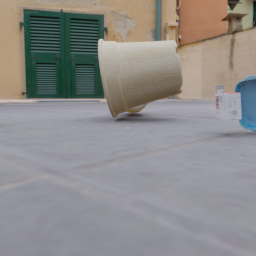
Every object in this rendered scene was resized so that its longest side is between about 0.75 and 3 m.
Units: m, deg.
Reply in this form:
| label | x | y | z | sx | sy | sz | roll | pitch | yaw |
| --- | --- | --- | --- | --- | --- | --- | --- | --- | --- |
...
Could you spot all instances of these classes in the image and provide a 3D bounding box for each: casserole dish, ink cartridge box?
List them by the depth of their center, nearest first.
| label | x | y | z | sx | sy | sz | roll | pitch | yaw |
| --- | --- | --- | --- | --- | --- | --- | --- | --- | --- |
| ink cartridge box | 2.027 | -0.536 | 5.711 | 0.334 | 0.699 | 0.796 | -4 | 7 | 6 |
| casserole dish | 2.713 | -0.530 | 5.952 | 0.758 | 1.252 | 0.243 | -5 | 21 | 30 |

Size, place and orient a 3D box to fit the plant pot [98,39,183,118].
| label | x | y | z | sx | sy | sz | roll | pitch | yaw |
| --- | --- | --- | --- | --- | --- | --- | --- | --- | --- |
| plant pot | 0.479 | -1.767 | 9.076 | 2.345 | 2.562 | 2.562 | -9 | 6 | 5 |

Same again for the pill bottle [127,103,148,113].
| label | x | y | z | sx | sy | sz | roll | pitch | yaw |
| --- | --- | --- | --- | --- | --- | --- | --- | --- | --- |
| pill bottle | 0.223 | -1.227 | 11.423 | 1.225 | 1.225 | 2.173 | 0 | -2 | -2 |
